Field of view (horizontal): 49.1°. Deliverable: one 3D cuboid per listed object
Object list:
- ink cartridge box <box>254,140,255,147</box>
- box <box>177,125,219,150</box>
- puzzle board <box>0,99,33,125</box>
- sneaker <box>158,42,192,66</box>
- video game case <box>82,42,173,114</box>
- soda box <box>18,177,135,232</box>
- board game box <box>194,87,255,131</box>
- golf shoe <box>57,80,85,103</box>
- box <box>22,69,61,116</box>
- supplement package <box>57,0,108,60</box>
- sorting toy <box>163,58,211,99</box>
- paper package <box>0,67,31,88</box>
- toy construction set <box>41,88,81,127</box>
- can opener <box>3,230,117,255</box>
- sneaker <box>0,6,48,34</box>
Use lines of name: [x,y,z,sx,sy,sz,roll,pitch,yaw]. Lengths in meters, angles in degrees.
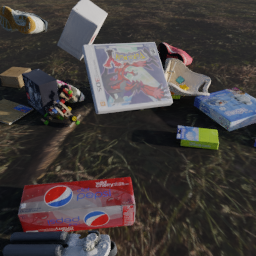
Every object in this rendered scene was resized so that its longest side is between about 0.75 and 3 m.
ink cartridge box: [5.708,0.449,10.775,1.381,0.305,1.407,18,37,24]
box: [2.667,0.356,10.832,1.547,0.369,0.944,6,35,9]
puzzle board: [-5.492,-0.738,12.649,1.935,0.168,1.458,17,37,22]
sneaker: [2.960,-4.619,17.865,1.206,1.025,2.781,-10,41,-33]
video game case: [-0.007,-1.382,7.380,2.086,0.240,1.900,-8,74,-20]
soda box: [-1.328,2.125,7.701,2.985,0.946,1.045,-3,35,-6]
board game box: [4.689,-0.941,12.604,2.411,0.523,2.399,-16,38,-21]
golf shoe: [-3.141,-1.721,13.632,1.190,0.938,2.584,16,9,-46]
box: [-3.904,-1.619,12.679,0.896,1.567,1.721,-27,41,-34]
supplement package: [-1.599,-3.420,9.758,0.988,1.650,1.001,32,48,-11]
sorting toy: [2.736,-2.100,13.442,2.378,1.411,2.642,9,39,14]
paper package: [-6.057,-2.768,15.193,1.211,0.657,1.271,8,36,11]
toy construction set: [-2.567,-0.756,11.929,1.384,1.275,1.659,-26,33,49]
can opener: [-1.652,2.951,6.731,2.705,0.899,0.712,-3,31,11]
sneaker: [-3.575,-3.603,9.561,1.998,0.756,0.876,29,28,27]
